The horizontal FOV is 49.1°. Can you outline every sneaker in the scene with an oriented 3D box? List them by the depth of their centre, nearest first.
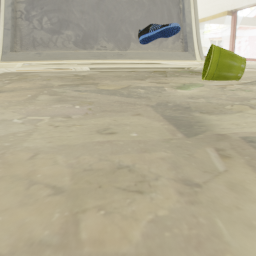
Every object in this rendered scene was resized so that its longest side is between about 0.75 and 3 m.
[{"bbox_3d":[0.776,-2.519,7.179,1.105,0.430,0.387,-13,-26,13],"label":"sneaker"}]

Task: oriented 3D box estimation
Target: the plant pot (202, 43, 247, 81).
[{"bbox_3d":[2.590,-1.665,7.514,0.955,0.992,0.992,13,18,3],"label":"plant pot"}]
